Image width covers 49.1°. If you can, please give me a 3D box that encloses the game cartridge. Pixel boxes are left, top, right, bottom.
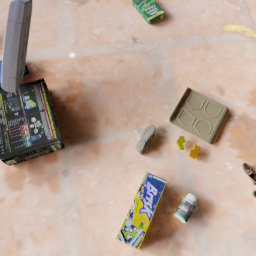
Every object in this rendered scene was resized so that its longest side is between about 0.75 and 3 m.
[{"bbox_3d":[-3.335,-2.501,8.408,0.534,2.640,1.760,8,25,-19],"label":"game cartridge"}]

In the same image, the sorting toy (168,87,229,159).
[{"bbox_3d":[2.231,-0.145,9.450,1.681,0.302,2.256,30,71,7],"label":"sorting toy"}]

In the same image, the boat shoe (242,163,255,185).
[{"bbox_3d":[3.849,1.410,8.786,0.272,0.271,0.753,-18,69,-7],"label":"boat shoe"}]

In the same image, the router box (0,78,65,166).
[{"bbox_3d":[-3.321,-0.236,9.189,1.865,0.773,2.489,-17,69,-7],"label":"router box"}]

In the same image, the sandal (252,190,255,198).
[{"bbox_3d":[4.239,2.006,8.567,0.806,0.220,0.329,3,68,1],"label":"sandal"}]

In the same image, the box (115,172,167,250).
[{"bbox_3d":[0.414,2.388,8.166,0.728,0.668,2.079,23,70,10],"label":"box"}]

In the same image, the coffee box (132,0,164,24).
[{"bbox_3d":[0.819,-4.845,11.369,0.781,0.279,1.271,-29,70,-11],"label":"coffee box"}]

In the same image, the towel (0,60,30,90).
[{"bbox_3d":[-4.555,-1.857,10.047,1.861,0.452,1.039,-41,73,-14],"label":"towel"}]

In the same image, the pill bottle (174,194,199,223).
[{"bbox_3d":[1.736,2.373,8.296,0.445,0.445,0.786,34,71,13],"label":"pill bottle"}]

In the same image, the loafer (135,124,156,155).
[{"bbox_3d":[0.593,0.388,9.214,0.399,0.349,1.111,14,60,34],"label":"loafer"}]
